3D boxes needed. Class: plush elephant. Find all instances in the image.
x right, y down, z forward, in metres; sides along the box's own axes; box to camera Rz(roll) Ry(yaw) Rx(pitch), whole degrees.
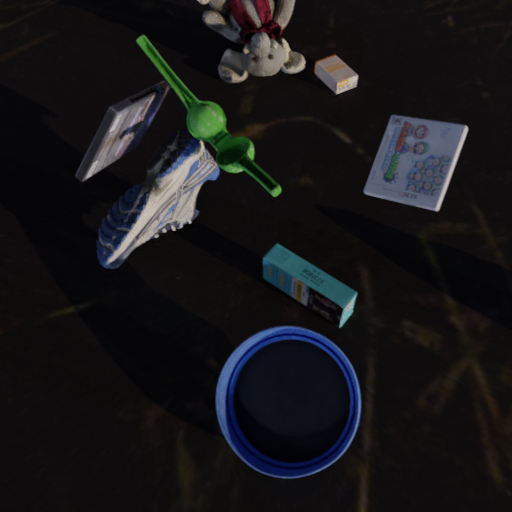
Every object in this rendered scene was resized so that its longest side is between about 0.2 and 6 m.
[{"bbox_3d":[0.006,-5.199,13.103,2.250,2.732,2.115,-17,77,3],"label":"plush elephant"}]

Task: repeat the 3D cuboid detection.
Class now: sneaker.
[{"bbox_3d":[-1.698,-0.813,10.192,2.898,1.234,1.116,-51,39,1],"label":"sneaker"}]

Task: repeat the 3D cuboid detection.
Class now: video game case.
[{"bbox_3d":[-2.238,-2.171,9.580,0.192,1.443,2.020,36,32,-5],"label":"video game case"},{"bbox_3d":[2.432,-1.459,8.631,1.223,0.159,1.344,19,87,34],"label":"video game case"}]

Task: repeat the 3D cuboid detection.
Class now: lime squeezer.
[{"bbox_3d":[-0.733,-2.028,9.005,0.679,1.272,3.601,-44,71,16],"label":"lime squeezer"}]

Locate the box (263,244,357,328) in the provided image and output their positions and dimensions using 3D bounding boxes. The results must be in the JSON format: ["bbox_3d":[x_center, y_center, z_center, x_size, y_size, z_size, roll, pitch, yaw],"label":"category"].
[{"bbox_3d":[0.894,0.509,9.692,1.677,0.690,0.412,32,61,22],"label":"box"}]

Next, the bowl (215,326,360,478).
[{"bbox_3d":[0.473,2.102,8.190,2.123,0.417,2.123,-4,76,16],"label":"bowl"}]

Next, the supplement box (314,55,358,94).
[{"bbox_3d":[1.907,-4.351,13.427,0.599,0.349,0.950,-24,58,-17],"label":"supplement box"}]
